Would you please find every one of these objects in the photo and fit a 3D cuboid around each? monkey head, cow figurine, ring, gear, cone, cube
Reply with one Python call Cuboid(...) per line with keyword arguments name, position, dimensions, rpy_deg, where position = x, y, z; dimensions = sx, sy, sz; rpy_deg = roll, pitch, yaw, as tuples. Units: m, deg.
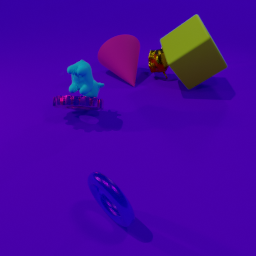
Cuboid(name="monkey head", position=(1.064, -2.297, 9.574), dimensions=(0.754, 1.252, 0.901), rpy_deg=(-4, 15, 4))
Cuboid(name="cow figurine", position=(-1.029, -1.192, 6.922), dimensions=(0.587, 1.069, 1.052), rpy_deg=(11, 33, 19))
Cuboid(name="ring", position=(-0.292, 1.176, 4.621), dimensions=(0.214, 1.070, 1.070), rpy_deg=(-36, 48, -26))
Cuboid(name="gear", position=(-1.283, -0.637, 7.290), dimensions=(1.290, 0.239, 1.290), rpy_deg=(2, -2, 0))
Cuboid(name="cone", position=(-0.053, -1.994, 9.393), dimensions=(1.546, 1.546, 1.552), rpy_deg=(-13, 63, -18))
Cuboid(name="cube", position=(1.969, -2.277, 8.519), dimensions=(1.332, 1.332, 1.332), rpy_deg=(-30, 44, 23))
